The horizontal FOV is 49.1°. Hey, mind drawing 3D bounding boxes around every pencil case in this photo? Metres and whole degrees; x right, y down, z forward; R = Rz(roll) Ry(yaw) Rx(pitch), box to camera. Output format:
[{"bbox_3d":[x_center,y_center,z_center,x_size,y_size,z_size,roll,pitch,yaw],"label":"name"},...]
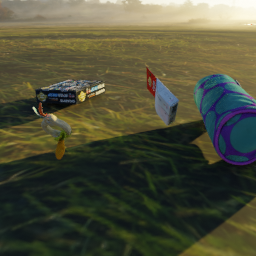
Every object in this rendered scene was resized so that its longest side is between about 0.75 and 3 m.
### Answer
[{"bbox_3d":[2.262,-0.338,6.270,1.212,1.316,2.847,-40,15,20],"label":"pencil case"}]

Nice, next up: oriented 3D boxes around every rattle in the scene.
[{"bbox_3d":[-1.523,0.063,5.308,0.605,0.929,0.664,14,64,28],"label":"rattle"}]

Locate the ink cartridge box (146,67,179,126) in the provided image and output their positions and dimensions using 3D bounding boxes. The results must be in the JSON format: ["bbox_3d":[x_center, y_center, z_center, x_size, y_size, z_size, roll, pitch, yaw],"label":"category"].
[{"bbox_3d":[0.735,-0.763,6.947,0.351,1.000,1.231,-37,67,-13],"label":"ink cartridge box"}]

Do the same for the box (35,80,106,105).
[{"bbox_3d":[-1.794,-1.205,9.096,1.490,0.431,1.875,6,21,22],"label":"box"}]
